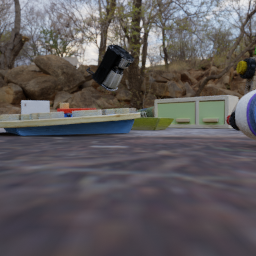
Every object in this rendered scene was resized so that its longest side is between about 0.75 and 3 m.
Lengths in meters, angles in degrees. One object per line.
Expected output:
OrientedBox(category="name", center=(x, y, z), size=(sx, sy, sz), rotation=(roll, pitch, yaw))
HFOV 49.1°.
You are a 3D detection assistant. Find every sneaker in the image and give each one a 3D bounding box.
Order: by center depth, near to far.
OrientedBox(category="sneaker", center=(1.663, -0.116, 2.133), size=(1.339, 0.539, 0.980), rotation=(5, -5, -18))
OrientedBox(category="sneaker", center=(0.908, -0.460, 13.532), size=(1.326, 0.990, 2.953), rotation=(-13, 4, 4))

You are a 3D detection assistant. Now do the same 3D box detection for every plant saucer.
OrientedBox(category="plant saucer", center=(0.432, -0.113, 7.646), size=(1.375, 0.330, 1.377), rotation=(1, 1, 25))

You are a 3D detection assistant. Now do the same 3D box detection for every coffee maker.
OrientedBox(category="coffee maker", center=(-0.913, -3.062, 13.655), size=(1.848, 1.924, 1.296), rotation=(28, 28, -8))

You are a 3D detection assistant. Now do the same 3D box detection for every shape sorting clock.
OrientedBox(category="shape sorting clock", center=(-1.237, -0.195, 5.411), size=(2.957, 0.580, 2.957), rotation=(0, 1, 0))

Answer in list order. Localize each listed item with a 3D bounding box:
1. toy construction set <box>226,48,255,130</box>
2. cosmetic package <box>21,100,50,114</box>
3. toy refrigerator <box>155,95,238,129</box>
OrientedBox(category="toy construction set", center=(3.686, -0.955, 7.170), size=(2.214, 2.040, 2.655), rotation=(1, 1, 18))
OrientedBox(category="cosmetic package", center=(-3.600, -0.522, 10.908), size=(1.022, 1.016, 1.222), rotation=(0, 0, -18))
OrientedBox(category="toy refrigerator", center=(2.328, -0.530, 9.971), size=(2.845, 1.080, 0.995), rotation=(2, 2, 40))
